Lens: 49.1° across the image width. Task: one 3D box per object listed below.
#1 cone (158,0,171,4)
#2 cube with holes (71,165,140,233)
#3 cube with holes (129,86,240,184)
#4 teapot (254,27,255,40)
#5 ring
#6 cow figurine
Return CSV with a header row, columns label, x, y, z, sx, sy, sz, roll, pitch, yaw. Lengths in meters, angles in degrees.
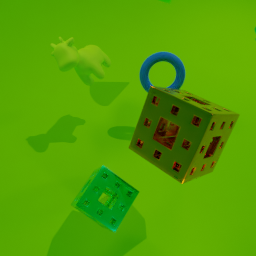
label,x,y,z,sx,sy,sz,roll,pitch,yaw
cone,0.940,-3.719,7.565,1.168,1.173,1.168,-10,69,28
cube with holes,-0.490,1.432,5.691,0.896,0.896,0.896,37,68,-6
cube with holes,0.974,0.061,4.913,1.180,1.180,1.180,32,21,34
teapot,3.412,-2.307,6.790,0.798,0.628,1.283,55,42,-3
ring,0.888,-1.366,7.249,1.186,1.186,0.237,1,24,0
cow figurine,-1.153,-1.756,6.953,0.788,1.412,1.435,-23,30,34
